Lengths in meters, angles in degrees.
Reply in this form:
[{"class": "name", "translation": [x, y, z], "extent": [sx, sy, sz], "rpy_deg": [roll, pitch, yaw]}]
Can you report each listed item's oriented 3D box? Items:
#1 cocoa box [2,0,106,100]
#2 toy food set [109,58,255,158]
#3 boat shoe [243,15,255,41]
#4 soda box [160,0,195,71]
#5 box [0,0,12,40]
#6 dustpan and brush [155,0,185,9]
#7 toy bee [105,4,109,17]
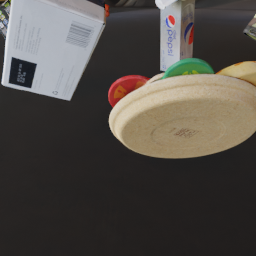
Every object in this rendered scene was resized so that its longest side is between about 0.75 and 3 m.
[{"class": "cocoa box", "translation": [-1.234, -1.557, 4.539], "extent": [1.233, 1.848, 1.213], "rpy_deg": [12, 54, -21]}, {"class": "toy food set", "translation": [0.791, -0.160, 3.970], "extent": [2.212, 2.235, 0.544], "rpy_deg": [4, 63, -9]}, {"class": "boat shoe", "translation": [4.063, -2.042, 7.250], "extent": [0.915, 0.810, 2.501], "rpy_deg": [9, 40, -48]}, {"class": "soda box", "translation": [1.677, -3.201, 9.557], "extent": [0.802, 2.527, 0.863], "rpy_deg": [-27, 35, -37]}, {"class": "box", "translation": [-2.581, -3.059, 8.282], "extent": [2.216, 2.295, 0.545], "rpy_deg": [-37, -3, 8]}, {"class": "dustpan and brush", "translation": [1.327, -4.429, 8.594], "extent": [1.697, 0.696, 2.432], "rpy_deg": [-33, 55, 2]}, {"class": "toy bee", "translation": [-1.056, -2.642, 6.099], "extent": [1.162, 2.138, 1.400], "rpy_deg": [31, 6, 8]}]
